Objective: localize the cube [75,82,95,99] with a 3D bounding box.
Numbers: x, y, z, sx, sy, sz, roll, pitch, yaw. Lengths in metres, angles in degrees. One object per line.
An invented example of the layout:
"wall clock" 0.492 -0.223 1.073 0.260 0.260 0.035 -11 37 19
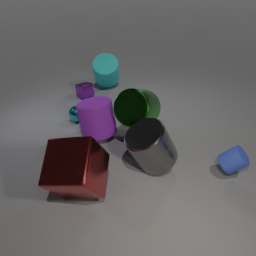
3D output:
"cube" -2.263 -1.979 14.678 0.700 0.700 0.700 -24 28 -35

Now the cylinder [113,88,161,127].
"cylinder" 0.369 -0.767 10.586 1.400 1.400 1.400 14 10 23

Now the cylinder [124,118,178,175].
"cylinder" 0.774 0.619 9.294 1.400 1.400 1.400 -19 41 17

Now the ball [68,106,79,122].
"ball" -2.289 -0.632 12.391 0.700 0.700 0.700 0 31 0

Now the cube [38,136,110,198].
"cube" -1.475 1.168 8.036 1.400 1.400 1.400 -4 62 18

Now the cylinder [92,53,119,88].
"cylinder" -1.206 -3.180 15.542 1.400 1.400 1.400 0 68 0

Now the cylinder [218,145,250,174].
"cylinder" 3.352 1.004 8.884 0.700 0.700 0.700 -36 13 33

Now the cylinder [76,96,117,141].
"cylinder" -1.234 -0.395 11.179 1.400 1.400 1.400 -8 24 4
